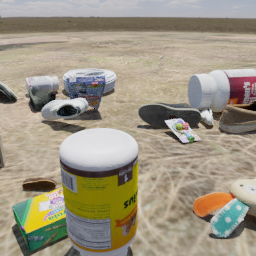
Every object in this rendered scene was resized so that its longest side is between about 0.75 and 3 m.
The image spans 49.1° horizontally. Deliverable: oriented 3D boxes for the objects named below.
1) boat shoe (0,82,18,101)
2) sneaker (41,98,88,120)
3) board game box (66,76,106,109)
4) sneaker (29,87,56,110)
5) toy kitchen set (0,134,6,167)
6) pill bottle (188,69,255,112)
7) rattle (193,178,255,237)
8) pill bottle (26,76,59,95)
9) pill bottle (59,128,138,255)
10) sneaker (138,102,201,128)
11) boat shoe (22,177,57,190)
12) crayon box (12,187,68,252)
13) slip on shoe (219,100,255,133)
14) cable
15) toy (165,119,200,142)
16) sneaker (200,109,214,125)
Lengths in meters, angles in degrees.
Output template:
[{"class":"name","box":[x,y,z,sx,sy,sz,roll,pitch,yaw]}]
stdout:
[{"class":"boat shoe","box":[-5.930,-1.655,12.563,2.642,0.949,0.893,24,69,30]},{"class":"sneaker","box":[-2.297,-0.618,9.517,1.910,0.697,0.676,-13,15,27]},{"class":"board game box","box":[-1.528,-1.286,10.597,1.411,1.410,0.435,-5,53,-5]},{"class":"sneaker","box":[-3.586,-1.271,11.669,0.988,0.659,1.725,-10,28,-27]},{"class":"toy kitchen set","box":[-3.861,0.584,6.119,1.795,1.624,1.990,-7,24,-15]},{"class":"pill bottle","box":[3.931,-1.442,10.808,2.938,1.610,1.610,-4,24,-10]},{"class":"rattle","box":[2.746,0.946,5.082,2.741,1.958,1.784,8,41,3]},{"class":"pill bottle","box":[-4.013,-2.010,13.148,1.413,0.801,0.801,-10,25,-23]},{"class":"pill bottle","box":[-0.406,1.125,4.319,1.126,2.060,1.126,0,23,0]},{"class":"sneaker","box":[1.399,-0.522,9.929,2.150,0.804,1.142,7,17,-4]},{"class":"boat shoe","box":[-1.989,1.224,6.348,0.774,0.272,0.272,1,26,2]},{"class":"crayon box","box":[-1.297,1.587,5.303,1.475,0.430,0.876,-16,28,-32]},{"class":"slip on shoe","box":[4.460,-0.490,9.543,2.866,0.868,1.089,-6,24,-13]},{"class":"cable","box":[-1.854,-2.297,13.702,2.604,0.901,2.603,-15,26,-31]},{"class":"toy","box":[1.730,-0.011,8.813,0.660,0.271,1.146,-7,42,-24]},{"class":"sneaker","box":[2.766,-0.352,9.910,0.463,0.440,1.151,-5,17,12]}]
